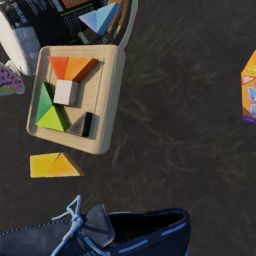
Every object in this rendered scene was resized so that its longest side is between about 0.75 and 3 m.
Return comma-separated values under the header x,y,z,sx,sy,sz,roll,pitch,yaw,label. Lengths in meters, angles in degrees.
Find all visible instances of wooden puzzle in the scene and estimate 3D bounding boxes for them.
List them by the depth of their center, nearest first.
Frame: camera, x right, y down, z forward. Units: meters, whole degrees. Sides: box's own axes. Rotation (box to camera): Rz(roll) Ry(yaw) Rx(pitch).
x,y,z,sx,sy,sz,roll,pitch,yaw,label
-0.861,-0.461,4.101,1.731,0.300,2.567,3,87,33,wooden puzzle

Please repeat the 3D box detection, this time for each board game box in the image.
x,y,z,sx,sy,sz,roll,pitch,yaw,label
3.079,-0.854,5.311,1.323,1.324,1.323,20,62,36,board game box

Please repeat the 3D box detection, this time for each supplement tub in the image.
x,y,z,sx,sy,sz,roll,pitch,yaw,label
-1.500,-2.423,6.398,2.654,1.626,1.626,-32,75,-24,supplement tub

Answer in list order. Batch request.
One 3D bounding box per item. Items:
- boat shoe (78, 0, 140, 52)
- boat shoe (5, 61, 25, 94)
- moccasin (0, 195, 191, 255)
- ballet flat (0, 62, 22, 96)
x,y,z,sx,sy,sz,roll,pitch,yaw,label
-0.558,-1.820,5.831,0.916,0.915,2.477,8,114,-32,boat shoe
-2.578,-1.160,6.428,0.317,0.894,0.312,1,55,5,boat shoe
-0.451,1.565,4.265,3.000,1.207,1.023,1,113,-24,moccasin
-3.095,-1.178,4.757,2.493,0.887,0.862,12,49,-21,ballet flat
